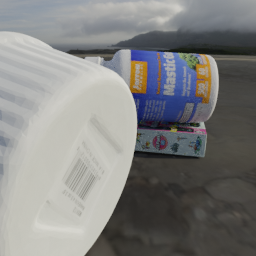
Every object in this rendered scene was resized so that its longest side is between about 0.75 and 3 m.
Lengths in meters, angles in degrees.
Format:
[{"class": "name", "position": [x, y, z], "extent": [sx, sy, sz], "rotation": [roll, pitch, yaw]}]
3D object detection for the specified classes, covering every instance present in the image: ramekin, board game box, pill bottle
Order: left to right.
[{"class": "ramekin", "position": [-0.898, 0.360, 2.999], "extent": [1.219, 2.500, 2.500], "rotation": [18, 24, 22]}, {"class": "pill bottle", "position": [0.427, -0.954, 6.403], "extent": [2.831, 1.586, 1.586], "rotation": [2, 18, -5]}, {"class": "board game box", "position": [0.923, 0.150, 6.636], "extent": [1.716, 0.552, 1.266], "rotation": [3, 15, 10]}]
